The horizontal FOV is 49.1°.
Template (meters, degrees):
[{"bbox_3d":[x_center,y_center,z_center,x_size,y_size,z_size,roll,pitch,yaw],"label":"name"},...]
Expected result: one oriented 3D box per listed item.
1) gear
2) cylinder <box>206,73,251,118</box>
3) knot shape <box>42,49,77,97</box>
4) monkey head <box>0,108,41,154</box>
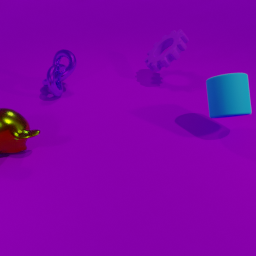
[{"bbox_3d":[1.364,-2.791,10.092,1.708,0.316,1.708,-34,33,25],"label":"gear"},{"bbox_3d":[2.602,-0.808,7.274,1.023,1.023,1.023,-5,-2,0],"label":"cylinder"},{"bbox_3d":[-2.421,-1.814,9.663,0.750,1.520,1.624,26,72,-20],"label":"knot shape"},{"bbox_3d":[-3.000,0.156,6.546,1.824,1.099,1.312,22,35,8],"label":"monkey head"}]
